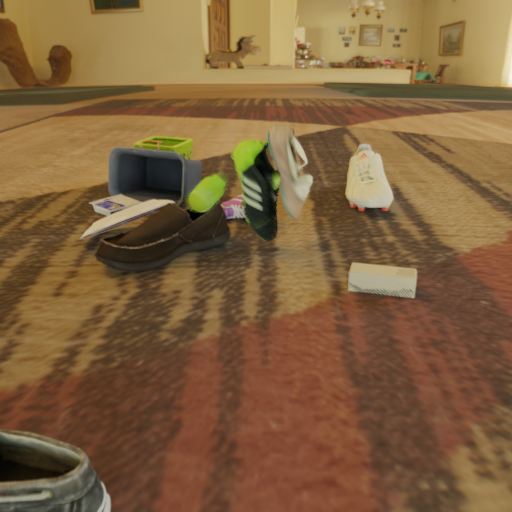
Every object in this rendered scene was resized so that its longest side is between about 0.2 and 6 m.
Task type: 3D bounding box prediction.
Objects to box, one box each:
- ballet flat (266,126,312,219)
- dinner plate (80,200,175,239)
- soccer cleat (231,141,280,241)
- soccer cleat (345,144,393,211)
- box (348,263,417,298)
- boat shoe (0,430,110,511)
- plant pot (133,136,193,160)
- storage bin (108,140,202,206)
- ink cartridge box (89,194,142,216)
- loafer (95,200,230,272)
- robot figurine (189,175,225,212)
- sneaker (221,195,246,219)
[{"bbox_3d":[0.774,-1.712,11.584,0.671,1.994,0.679,-7,24,25],"label":"ballet flat"},{"bbox_3d":[-2.775,-0.837,11.975,2.131,0.258,2.131,-23,5,2],"label":"dinner plate"},{"bbox_3d":[0.133,-1.275,11.297,0.861,2.125,0.717,1,26,39],"label":"soccer cleat"},{"bbox_3d":[2.927,-2.114,14.921,1.142,1.278,3.296,1,23,3],"label":"soccer cleat"},{"bbox_3d":[2.223,0.424,9.872,1.149,0.393,0.472,6,23,15],"label":"box"},{"bbox_3d":[-2.719,1.950,5.300,2.856,1.013,1.030,4,23,10],"label":"boat shoe"},{"bbox_3d":[-2.724,-2.822,16.718,1.358,1.233,1.352,7,23,18],"label":"plant pot"},{"bbox_3d":[-2.606,-2.275,15.166,2.285,1.663,1.535,8,13,19],"label":"storage bin"},{"bbox_3d":[-3.571,-1.276,14.284,1.005,0.236,0.993,19,30,41],"label":"ink cartridge box"},{"bbox_3d":[-1.868,-0.552,11.322,1.120,1.095,3.068,21,30,41],"label":"loafer"},{"bbox_3d":[-1.014,-1.248,11.395,0.875,0.506,0.768,-52,12,-30],"label":"robot figurine"},{"bbox_3d":[-0.274,-1.039,13.377,0.889,0.565,1.558,-22,22,-32],"label":"sneaker"}]
